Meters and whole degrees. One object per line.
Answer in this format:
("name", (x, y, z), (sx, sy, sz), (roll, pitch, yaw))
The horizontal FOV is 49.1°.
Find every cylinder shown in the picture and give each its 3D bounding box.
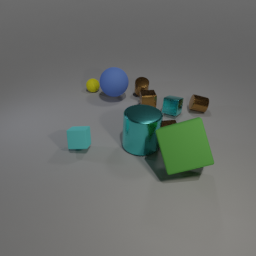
("cylinder", (0.508, 0.055, 10.268), (1.400, 1.400, 1.400), (2, 32, -1))
("cylinder", (3.208, -1.111, 12.689), (0.700, 0.700, 0.700), (13, 32, -5))
("cylinder", (0.686, -2.069, 13.996), (0.700, 0.700, 0.700), (1, 57, -1))

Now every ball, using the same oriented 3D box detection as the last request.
("ball", (-1.834, -2.228, 14.623), (0.700, 0.700, 0.700), (0, 32, 0))
("ball", (-0.672, -2.216, 13.500), (1.400, 1.400, 1.400), (0, 32, 0))

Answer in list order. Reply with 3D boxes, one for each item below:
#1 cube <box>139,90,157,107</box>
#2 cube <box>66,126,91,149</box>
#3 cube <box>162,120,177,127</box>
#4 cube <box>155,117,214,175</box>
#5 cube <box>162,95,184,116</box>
("cube", (0.940, -1.335, 13.204), (0.700, 0.700, 0.700), (-4, 32, -6))
("cube", (-1.779, 0.343, 10.224), (0.700, 0.700, 0.700), (-2, 12, 6))
("cube", (1.558, 0.166, 10.815), (0.700, 0.700, 0.700), (-4, 32, -6))
("cube", (1.785, 0.517, 8.804), (1.400, 1.400, 1.400), (-16, 0, 13))
("cube", (1.989, -1.010, 12.457), (0.700, 0.700, 0.700), (15, 22, 26))
